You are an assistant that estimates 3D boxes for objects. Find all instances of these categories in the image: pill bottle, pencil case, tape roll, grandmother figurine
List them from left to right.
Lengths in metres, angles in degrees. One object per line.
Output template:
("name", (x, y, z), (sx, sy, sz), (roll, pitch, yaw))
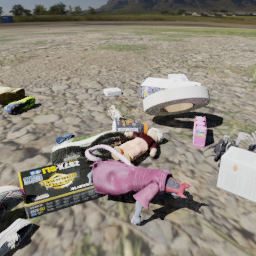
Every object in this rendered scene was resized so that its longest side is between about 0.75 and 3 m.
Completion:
("pencil case", (-0.472, -0.519, 11.797), (0.428, 0.492, 1.100), (-6, 34, -23))
("pill bottle", (0.083, 0.055, 10.464), (1.261, 0.670, 0.670), (0, 25, -12))
("grandmother figurine", (0.441, 0.554, 9.647), (1.375, 0.687, 2.268), (44, 41, 20))
("tape roll", (1.967, -1.046, 11.383), (2.703, 0.494, 2.703), (-7, -11, -1))

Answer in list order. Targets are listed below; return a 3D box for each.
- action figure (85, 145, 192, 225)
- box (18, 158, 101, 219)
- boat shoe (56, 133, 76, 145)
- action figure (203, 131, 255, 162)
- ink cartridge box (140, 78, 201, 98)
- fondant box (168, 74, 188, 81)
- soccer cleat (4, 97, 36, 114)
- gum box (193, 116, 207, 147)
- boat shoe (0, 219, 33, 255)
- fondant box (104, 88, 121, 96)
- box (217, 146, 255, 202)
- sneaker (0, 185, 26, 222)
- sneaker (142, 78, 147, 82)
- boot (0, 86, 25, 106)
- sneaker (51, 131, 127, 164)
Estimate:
("action figure", (0.386, 1.232, 7.026), (2.484, 1.850, 1.664), (-1, 16, 31))
("box", (-1.906, 1.553, 7.716), (1.931, 0.476, 1.542), (-12, 27, -22))
("boat shoe", (-1.975, 0.413, 10.066), (1.331, 0.457, 0.560), (6, 27, 12))
("action figure", (3.639, 0.700, 8.543), (2.530, 1.291, 1.504), (21, 22, 35))
("ink cartridge box", (2.255, -1.988, 14.737), (2.962, 0.746, 1.614), (9, 27, 16))
("fondant box", (3.023, -2.898, 16.981), (1.016, 0.410, 1.408), (0, 27, 0))
("soccer cleat", (-5.057, -1.135, 13.174), (0.693, 0.536, 1.657), (15, 30, 23))
("gum box", (2.670, 0.099, 10.438), (0.409, 0.702, 1.236), (5, 26, 11))
("boat shoe", (-2.493, 2.412, 6.053), (0.373, 0.408, 1.134), (3, 17, 17))
("fondant box", (-0.839, -1.967, 15.247), (0.832, 0.242, 0.600), (-11, 28, -19))
("box", (3.390, 1.312, 7.556), (1.643, 1.022, 0.801), (20, 32, 35))
("sneaker", (-3.231, 2.061, 6.309), (2.035, 0.821, 0.760), (-32, 50, -24))
("sneaker", (1.331, -2.652, 16.567), (0.530, 0.453, 1.216), (-9, 33, -41))
("boot", (-6.380, -1.674, 14.120), (1.473, 0.690, 1.896), (11, 27, 21))
("sneaker", (-1.319, 0.532, 9.276), (2.673, 1.028, 1.184), (-11, 24, -25))
